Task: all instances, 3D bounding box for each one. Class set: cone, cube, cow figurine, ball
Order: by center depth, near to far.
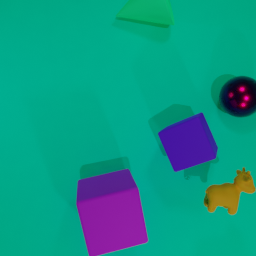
[{"bbox_3d":[2.191,1.335,6.068,1.032,0.567,1.016,7,102,-6],"label":"cow figurine"},{"bbox_3d":[-0.404,1.907,6.566,1.335,1.335,1.335,-12,102,-7],"label":"cube"},{"bbox_3d":[1.504,0.323,6.902,1.040,1.040,1.040,-24,90,22],"label":"cube"},{"bbox_3d":[3.049,-0.841,7.562,1.118,1.118,1.118,0,77,0],"label":"ball"},{"bbox_3d":[0.356,-3.441,7.942,1.553,1.547,1.547,-13,77,18],"label":"cone"}]
